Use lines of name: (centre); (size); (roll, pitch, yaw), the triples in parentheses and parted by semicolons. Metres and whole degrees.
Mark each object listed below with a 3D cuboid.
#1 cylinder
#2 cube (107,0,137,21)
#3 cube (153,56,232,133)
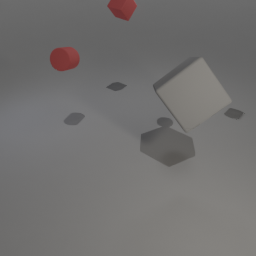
cylinder: (-1.972, -2.169, 8.781); (0.700, 0.700, 0.700); (8, 20, 13)
cube: (-0.212, -4.600, 10.551); (0.700, 0.700, 0.700); (30, 0, 28)
cube: (1.659, -0.957, 7.598); (1.400, 1.400, 1.400); (-36, 11, 11)
